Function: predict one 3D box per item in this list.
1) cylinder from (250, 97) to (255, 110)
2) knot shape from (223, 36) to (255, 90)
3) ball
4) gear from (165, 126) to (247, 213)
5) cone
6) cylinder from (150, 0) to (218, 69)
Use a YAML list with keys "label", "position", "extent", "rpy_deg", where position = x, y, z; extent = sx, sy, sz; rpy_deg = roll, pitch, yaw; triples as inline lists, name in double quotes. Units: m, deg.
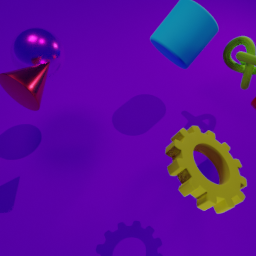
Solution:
- label: "cylinder"
  position: [3.466, -0.498, 6.189]
  extent: [1.019, 1.019, 1.019]
  rpy_deg: [-29, 70, -19]
- label: "knot shape"
  position: [3.084, -1.803, 7.469]
  extent: [0.648, 1.403, 1.313]
  rpy_deg: [-27, 74, -2]
- label: "ball"
  position: [-2.139, -1.751, 6.696]
  extent: [1.246, 1.246, 1.246]
  rpy_deg: [0, 55, 0]
- label: "gear"
  position: [1.324, 0.654, 4.714]
  extent: [1.480, 0.274, 1.480]
  rpy_deg: [19, 47, -22]
- label: "cone"
  position: [-1.795, -0.981, 5.398]
  extent: [0.928, 0.928, 0.932]
  rpy_deg: [25, 61, 17]
- label: "cylinder"
  position: [1.471, -2.461, 7.426]
  extent: [1.291, 1.291, 1.291]
  rpy_deg: [43, 99, 26]
